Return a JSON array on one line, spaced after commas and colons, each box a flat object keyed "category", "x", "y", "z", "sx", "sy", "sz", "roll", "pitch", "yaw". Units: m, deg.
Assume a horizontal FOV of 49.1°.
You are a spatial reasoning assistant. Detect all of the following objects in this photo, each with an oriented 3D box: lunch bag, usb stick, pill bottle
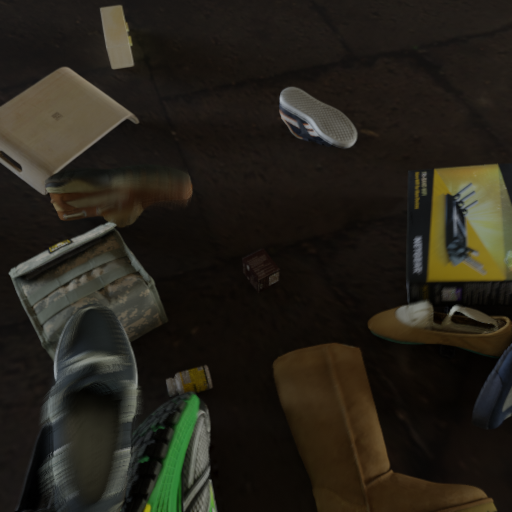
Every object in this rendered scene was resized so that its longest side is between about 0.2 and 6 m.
[{"category": "lunch bag", "x": -2.520, "y": 0.422, "z": 8.162, "sx": 1.672, "sy": 1.199, "sz": 2.039, "roll": -30, "pitch": 52, "yaw": -18}, {"category": "usb stick", "x": 2.865, "y": 1.120, "z": 8.284, "sx": 0.245, "sy": 0.144, "sz": 0.882, "roll": 20, "pitch": 56, "yaw": 5}, {"category": "pill bottle", "x": -0.926, "y": 1.742, "z": 7.719, "sx": 0.592, "sy": 0.329, "sz": 0.329, "roll": -13, "pitch": 55, "yaw": -10}]

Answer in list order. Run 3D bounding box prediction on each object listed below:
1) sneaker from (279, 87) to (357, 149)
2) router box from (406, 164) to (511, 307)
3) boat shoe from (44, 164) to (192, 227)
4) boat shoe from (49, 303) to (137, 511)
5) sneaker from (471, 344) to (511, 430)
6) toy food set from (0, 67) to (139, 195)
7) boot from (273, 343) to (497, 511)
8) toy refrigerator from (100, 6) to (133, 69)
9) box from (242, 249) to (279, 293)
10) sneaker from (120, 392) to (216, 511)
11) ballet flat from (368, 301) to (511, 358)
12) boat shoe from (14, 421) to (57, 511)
[{"category": "sneaker", "x": 1.157, "y": -2.479, "z": 10.573, "sx": 1.705, "sy": 0.677, "sz": 0.669, "roll": 41, "pitch": 67, "yaw": 18}, {"category": "router box", "x": 3.340, "y": -0.366, "z": 8.624, "sx": 1.958, "sy": 0.650, "sz": 2.490, "roll": -2, "pitch": 47, "yaw": 17}, {"category": "boat shoe", "x": -2.244, "y": -0.977, "z": 9.276, "sx": 2.442, "sy": 0.902, "sz": 0.924, "roll": 1, "pitch": 22, "yaw": 13}, {"category": "boat shoe", "x": -1.774, "y": 1.581, "z": 6.241, "sx": 1.002, "sy": 0.800, "sz": 2.651, "roll": -3, "pitch": 55, "yaw": -18}, {"category": "sneaker", "x": 3.906, "y": 1.530, "z": 7.445, "sx": 2.534, "sy": 0.889, "sz": 1.040, "roll": -38, "pitch": 50, "yaw": -23}, {"category": "toy food set", "x": -3.695, "y": -2.382, "z": 10.569, "sx": 1.743, "sy": 0.734, "sz": 2.430, "roll": 37, "pitch": 63, "yaw": 10}, {"category": "boot", "x": 1.509, "y": 2.241, "z": 7.063, "sx": 2.185, "sy": 0.825, "sz": 2.495, "roll": -9, "pitch": 54, "yaw": -6}, {"category": "toy refrigerator", "x": -3.040, "y": -4.821, "z": 12.308, "sx": 0.531, "sy": 0.576, "sz": 1.518, "roll": -11, "pitch": 54, "yaw": -8}, {"category": "box", "x": 0.072, "y": 0.234, "z": 8.761, "sx": 0.394, "sy": 0.398, "sz": 0.480, "roll": -27, "pitch": 59, "yaw": -18}, {"category": "sneaker", "x": -0.952, "y": 3.145, "z": 6.323, "sx": 1.456, "sy": 1.334, "sz": 3.418, "roll": 32, "pitch": 39, "yaw": -26}, {"category": "ballet flat", "x": 2.613, "y": 0.939, "z": 7.979, "sx": 1.975, "sy": 0.622, "sz": 0.678, "roll": 8, "pitch": 31, "yaw": 11}, {"category": "boat shoe", "x": -2.492, "y": 2.997, "z": 6.351, "sx": 0.811, "sy": 0.768, "sz": 2.319, "roll": -18, "pitch": 45, "yaw": 33}]
